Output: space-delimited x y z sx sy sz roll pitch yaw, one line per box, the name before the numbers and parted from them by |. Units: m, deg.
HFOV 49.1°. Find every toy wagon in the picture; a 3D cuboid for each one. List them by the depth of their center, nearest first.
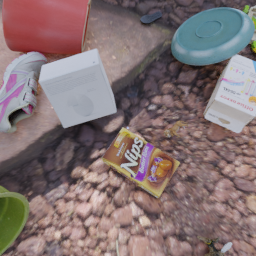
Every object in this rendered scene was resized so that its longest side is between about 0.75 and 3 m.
toy wagon | 4.716 -3.392 9.797 1.680 0.428 2.165 19 73 7

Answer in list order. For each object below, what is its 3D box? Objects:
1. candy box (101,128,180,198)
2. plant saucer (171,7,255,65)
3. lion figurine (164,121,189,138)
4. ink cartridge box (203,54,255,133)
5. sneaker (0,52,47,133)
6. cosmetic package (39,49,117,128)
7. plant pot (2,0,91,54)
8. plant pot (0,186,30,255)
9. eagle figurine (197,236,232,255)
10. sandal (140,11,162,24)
candy box | 0.356 1.005 8.197 1.992 0.562 1.162 31 75 12
plant saucer | 2.634 -3.087 9.058 2.660 0.364 2.660 -15 49 18
lion figurine | 1.432 0.008 8.333 0.460 0.272 0.751 36 96 -9
ink cartridge box | 3.269 -0.959 8.512 1.262 1.230 1.964 24 72 8
sneaker | -3.281 -1.006 8.655 1.270 1.171 2.879 31 82 9
cosmetic package | -1.380 -1.120 8.007 1.659 1.664 1.023 -16 41 3
plant pot | -2.418 -3.488 8.887 2.258 2.551 2.551 9 71 -9
plant pot | -4.476 1.951 6.977 2.668 2.810 2.810 35 74 24
eagle figurine | 2.172 3.514 7.218 0.972 0.967 1.282 5 60 -9
sandal | 0.846 -3.949 10.140 0.880 0.188 0.335 -24 79 -18
